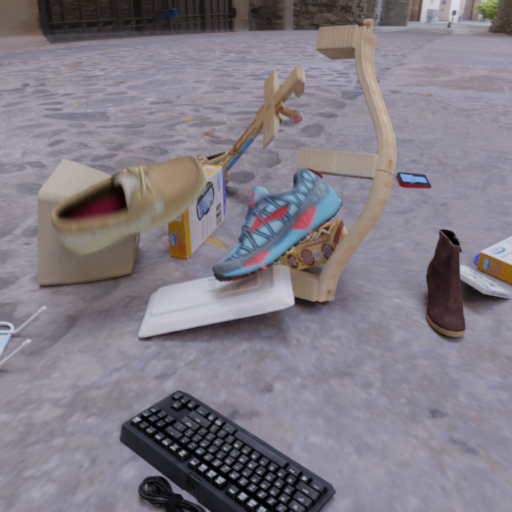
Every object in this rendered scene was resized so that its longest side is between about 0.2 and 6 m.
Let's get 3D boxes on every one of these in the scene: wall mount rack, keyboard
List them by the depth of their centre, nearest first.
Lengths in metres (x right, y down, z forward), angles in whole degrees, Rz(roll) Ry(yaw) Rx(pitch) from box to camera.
[{"bbox_3d":[-0.542,2.542,6.705,2.642,0.339,1.586,21,35,35],"label":"keyboard"},{"bbox_3d":[-4.025,1.298,8.731,1.347,0.578,1.551,-2,29,-4],"label":"wall mount rack"}]

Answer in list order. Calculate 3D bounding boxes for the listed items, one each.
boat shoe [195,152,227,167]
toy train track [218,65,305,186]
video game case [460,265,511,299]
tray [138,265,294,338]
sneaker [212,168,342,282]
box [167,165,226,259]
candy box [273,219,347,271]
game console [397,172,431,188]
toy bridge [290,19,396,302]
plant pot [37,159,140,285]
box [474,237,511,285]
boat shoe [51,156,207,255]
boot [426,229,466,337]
[{"bbox_3d":[-1.590,-2.647,16.055,1.711,0.552,0.610,-17,33,-28],"label":"boat shoe"},{"bbox_3d":[0.105,-2.937,13.755,0.662,4.072,2.335,21,51,-25],"label":"toy train track"},{"bbox_3d":[4.023,0.428,10.332,1.019,0.123,1.118,10,21,-39],"label":"video game case"},{"bbox_3d":[-0.695,0.667,9.569,2.616,0.290,1.405,-12,25,5],"label":"tray"},{"bbox_3d":[0.160,-0.550,9.382,2.502,1.195,0.992,-37,3,-13],"label":"sneaker"},{"bbox_3d":[-1.245,-1.059,12.257,0.480,1.377,2.313,8,29,15],"label":"box"},{"bbox_3d":[0.898,-0.128,10.832,1.643,0.454,0.948,-15,23,26],"label":"candy box"},{"bbox_3d":[4.347,-2.097,15.476,0.829,0.146,0.938,2,29,4],"label":"game console"},{"bbox_3d":[1.527,-1.575,9.606,1.631,4.851,0.660,13,7,35],"label":"toy bridge"},{"bbox_3d":[-3.177,-0.601,11.059,1.707,1.929,1.926,7,28,-8],"label":"plant pot"},{"bbox_3d":[5.452,0.216,10.871,1.350,0.470,2.267,-20,36,-32],"label":"box"},{"bbox_3d":[-2.041,-0.939,9.181,2.703,0.897,1.000,-31,67,-13],"label":"boat shoe"},{"bbox_3d":[3.238,0.434,9.507,0.588,1.352,1.625,1,28,2],"label":"boot"}]
